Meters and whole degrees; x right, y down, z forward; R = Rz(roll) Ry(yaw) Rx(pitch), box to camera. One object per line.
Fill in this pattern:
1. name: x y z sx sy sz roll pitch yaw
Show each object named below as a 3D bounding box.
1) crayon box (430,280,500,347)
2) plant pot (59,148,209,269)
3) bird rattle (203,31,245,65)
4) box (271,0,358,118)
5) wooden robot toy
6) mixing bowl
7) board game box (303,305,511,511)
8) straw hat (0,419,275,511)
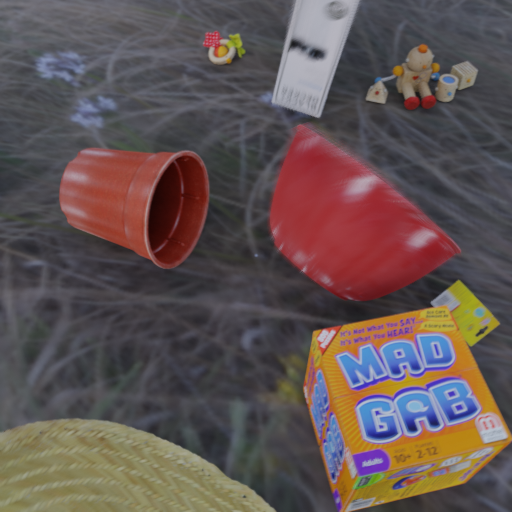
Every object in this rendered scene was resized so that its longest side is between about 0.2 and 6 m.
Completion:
1. crayon box: 3.006 0.839 8.069 0.534 0.214 0.841 -41 61 9
2. plant pot: -1.914 -0.880 8.663 1.744 1.793 1.793 15 55 20
3. bird rattle: -0.739 -4.450 11.995 0.920 0.518 0.750 13 71 13
4. box: 1.260 -4.447 10.046 1.002 3.334 1.945 17 50 1
5. wooden robot toy: 3.306 -3.587 10.974 2.294 1.041 1.011 -7 53 -4
6. mixing bowl: 1.248 -0.367 7.895 2.815 2.815 1.524 42 99 26
7. board game box: 1.603 1.823 6.596 1.645 1.647 1.646 -10 54 -7
8. straw hat: -1.400 3.858 4.712 4.652 1.969 4.652 28 29 -17
